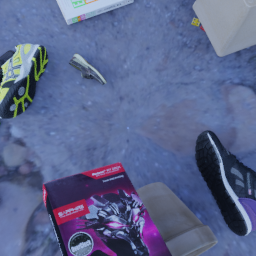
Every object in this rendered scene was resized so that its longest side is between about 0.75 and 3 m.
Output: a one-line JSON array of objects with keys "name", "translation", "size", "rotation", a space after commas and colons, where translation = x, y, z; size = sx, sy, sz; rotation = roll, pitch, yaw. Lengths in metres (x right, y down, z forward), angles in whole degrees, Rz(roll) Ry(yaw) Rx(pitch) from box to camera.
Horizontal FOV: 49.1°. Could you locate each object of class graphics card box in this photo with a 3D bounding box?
[{"name": "graphics card box", "translation": [-0.356, 1.933, 4.940], "size": [1.646, 0.667, 2.623], "rotation": [-11, 52, -27]}]

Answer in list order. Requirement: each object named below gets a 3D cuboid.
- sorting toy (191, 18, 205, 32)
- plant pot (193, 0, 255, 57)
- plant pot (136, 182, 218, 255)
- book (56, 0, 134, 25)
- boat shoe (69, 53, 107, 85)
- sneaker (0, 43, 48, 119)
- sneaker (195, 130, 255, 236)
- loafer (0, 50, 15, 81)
[{"name": "sorting toy", "translation": [2.817, -3.918, 9.431], "size": [1.552, 0.262, 0.748], "rotation": [-44, 78, -11]}, {"name": "plant pot", "translation": [3.557, -3.848, 8.531], "size": [2.131, 1.889, 2.134], "rotation": [-20, 76, -7]}, {"name": "plant pot", "translation": [0.769, 2.426, 6.848], "size": [2.114, 2.114, 1.834], "rotation": [-26, 60, -7]}, {"name": "book", "translation": [-1.220, -4.603, 9.533], "size": [2.411, 0.579, 1.611], "rotation": [-24, 78, -9]}, {"name": "boat shoe", "translation": [-1.264, -1.743, 8.715], "size": [1.413, 0.505, 0.464], "rotation": [43, 87, 13]}, {"name": "sneaker", "translation": [-3.341, -1.426, 8.448], "size": [0.992, 0.979, 2.597], "rotation": [14, 64, 11]}, {"name": "sneaker", "translation": [2.874, 1.326, 7.683], "size": [1.245, 1.077, 2.844], "rotation": [-17, 78, -20]}, {"name": "loafer", "translation": [-3.958, -1.939, 8.714], "size": [0.493, 0.489, 1.354], "rotation": [25, 69, 5]}]
